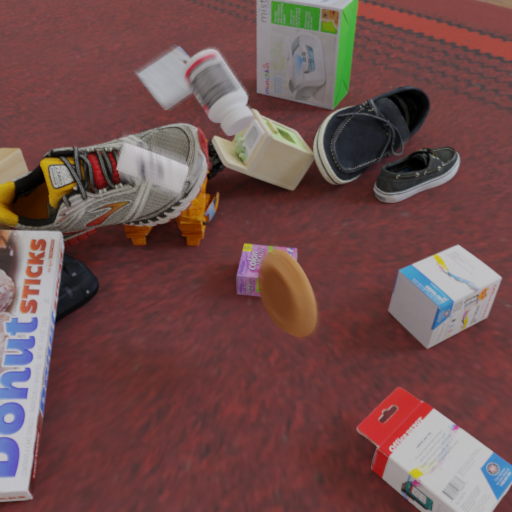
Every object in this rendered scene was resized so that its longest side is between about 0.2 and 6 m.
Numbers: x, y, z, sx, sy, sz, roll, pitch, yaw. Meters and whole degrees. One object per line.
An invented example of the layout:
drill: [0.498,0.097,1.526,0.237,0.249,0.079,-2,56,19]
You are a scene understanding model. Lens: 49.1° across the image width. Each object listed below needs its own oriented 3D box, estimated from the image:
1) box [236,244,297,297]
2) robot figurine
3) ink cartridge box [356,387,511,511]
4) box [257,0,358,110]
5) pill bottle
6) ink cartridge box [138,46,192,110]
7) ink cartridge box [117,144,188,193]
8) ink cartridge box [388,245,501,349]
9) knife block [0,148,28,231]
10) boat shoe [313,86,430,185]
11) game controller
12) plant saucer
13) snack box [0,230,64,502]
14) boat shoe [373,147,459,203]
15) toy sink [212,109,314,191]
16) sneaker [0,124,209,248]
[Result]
box: [0.163,0.218,8.009,0.795,0.384,0.699,5,42,6]
robot figurine: [-1.380,-1.215,9.381,1.810,0.727,2.497,2,42,2]
ink cartridge box: [1.796,2.114,5.785,0.823,0.476,1.416,-32,50,-31]
box: [1.048,-4.508,12.028,1.905,2.158,1.044,19,45,19]
pill bottle: [-0.451,-2.006,6.951,0.542,0.542,0.979,-28,80,-28]
ink cartridge box: [-1.422,-3.015,9.500,0.888,0.192,0.872,-35,65,-4]
ink cartridge box: [-1.185,-1.014,6.446,0.748,0.316,0.542,20,7,-11]
ink cartridge box: [2.461,0.517,7.353,1.090,0.802,0.788,-21,46,-22]
knife block: [-4.434,-0.001,7.296,3.636,1.163,3.191,-23,37,-24]
boat shoe: [2.148,-2.304,10.154,3.238,1.208,1.008,-37,14,-38]
game controller: [-3.592,0.805,7.322,1.549,0.625,2.969,20,43,42]
plant saucer: [0.294,0.429,6.121,0.188,1.003,1.003,-20,45,-25]
snack box: [-2.981,1.073,6.419,1.177,0.398,3.275,1,53,-12]
boat shoe: [2.909,-1.557,9.871,2.055,0.582,0.705,-28,49,-28]
toy sink: [0.127,-1.875,9.593,1.456,0.816,0.949,15,32,-32]
sneaker: [-2.160,-0.938,7.754,3.288,1.351,1.280,-21,76,15]
